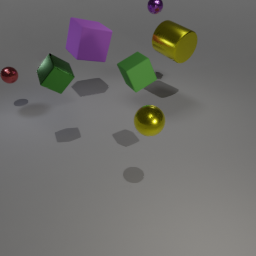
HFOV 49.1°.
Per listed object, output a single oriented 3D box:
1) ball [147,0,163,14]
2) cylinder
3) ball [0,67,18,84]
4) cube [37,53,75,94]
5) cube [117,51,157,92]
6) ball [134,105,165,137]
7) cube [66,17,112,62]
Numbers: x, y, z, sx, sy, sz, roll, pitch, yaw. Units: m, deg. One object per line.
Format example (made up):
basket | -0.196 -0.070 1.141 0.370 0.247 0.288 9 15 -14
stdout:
ball | 1.199 -5.394 12.353 0.700 0.700 0.700 0 33 0
cylinder | 1.974 -3.671 11.919 1.400 1.400 1.400 -24 49 -32
ball | -4.945 -2.206 11.683 0.700 0.700 0.700 0 33 0
cube | -2.057 -1.531 7.940 0.700 0.700 0.700 22 31 -44
cube | 0.240 -1.523 7.588 0.700 0.700 0.700 -33 38 -5
ball | 0.474 -0.161 6.189 0.700 0.700 0.700 0 33 0
cube | -1.722 -3.811 12.146 1.400 1.400 1.400 -4 34 -34
